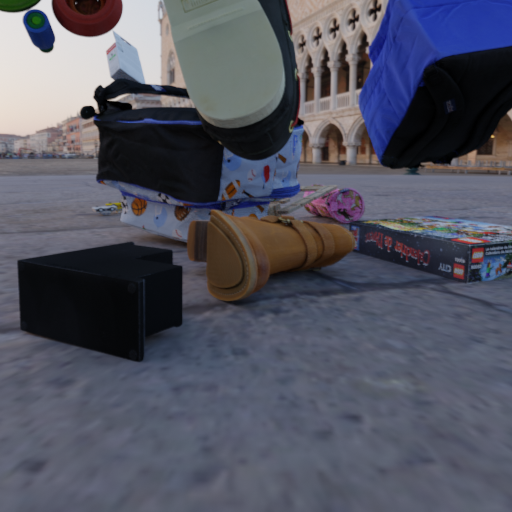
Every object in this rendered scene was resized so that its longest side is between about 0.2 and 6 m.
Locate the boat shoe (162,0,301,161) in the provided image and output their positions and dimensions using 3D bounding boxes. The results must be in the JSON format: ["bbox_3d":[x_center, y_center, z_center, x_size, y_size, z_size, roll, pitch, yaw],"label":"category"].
[{"bbox_3d":[-0.302,-2.460,5.439,1.174,3.210,1.006,-12,-18,8],"label":"boat shoe"}]

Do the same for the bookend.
[{"bbox_3d":[-1.174,0.340,5.333,1.464,0.679,1.474,7,12,29],"label":"bookend"}]

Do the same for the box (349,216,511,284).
[{"bbox_3d":[3.002,-0.189,8.685,1.915,0.528,2.803,-4,11,-23],"label":"box"}]

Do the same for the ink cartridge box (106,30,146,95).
[{"bbox_3d":[-2.827,-4.148,12.021,0.340,1.349,0.735,-34,-36,23],"label":"ink cartridge box"}]

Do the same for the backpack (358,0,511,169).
[{"bbox_3d":[3.081,-3.037,9.329,2.442,2.522,3.005,-8,-27,-8],"label":"backpack"}]

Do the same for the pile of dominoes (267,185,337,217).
[{"bbox_3d":[0.491,-1.159,13.149,1.994,0.407,2.558,3,20,36],"label":"pile of dominoes"}]

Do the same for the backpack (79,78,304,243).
[{"bbox_3d":[-0.853,-1.802,10.950,3.839,2.958,3.657,21,29,37],"label":"backpack"}]

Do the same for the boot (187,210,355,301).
[{"bbox_3d":[0.332,-0.025,7.144,2.061,1.018,2.655,1,2,-16],"label":"boot"}]

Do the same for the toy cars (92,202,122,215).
[{"bbox_3d":[-4.017,-1.280,15.527,0.592,0.293,1.321,3,14,15],"label":"toy cars"}]

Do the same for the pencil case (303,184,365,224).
[{"bbox_3d":[1.905,-1.339,14.168,0.895,0.936,2.163,-40,16,-4],"label":"pencil case"}]

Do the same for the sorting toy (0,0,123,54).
[{"bbox_3d":[-2.578,-3.093,6.984,1.778,1.068,0.730,15,-9,-9],"label":"sorting toy"}]
